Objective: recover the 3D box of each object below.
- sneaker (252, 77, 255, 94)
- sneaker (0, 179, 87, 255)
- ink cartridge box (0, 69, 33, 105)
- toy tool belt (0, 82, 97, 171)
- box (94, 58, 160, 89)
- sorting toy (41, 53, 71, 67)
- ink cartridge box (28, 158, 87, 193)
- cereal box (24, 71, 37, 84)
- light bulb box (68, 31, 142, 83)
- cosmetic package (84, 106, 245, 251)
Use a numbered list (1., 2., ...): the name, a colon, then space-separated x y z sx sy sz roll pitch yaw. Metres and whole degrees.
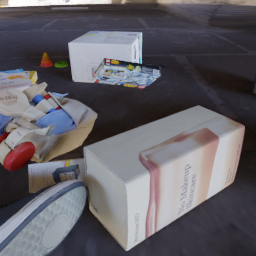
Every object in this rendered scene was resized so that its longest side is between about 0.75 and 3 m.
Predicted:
1. sneaker: 5.513 -1.706 10.349 1.527 0.879 2.928 13 36 22
2. sneaker: -2.304 1.394 4.347 2.185 1.150 3.023 23 37 31
3. ink cartridge box: -3.510 -0.992 8.238 1.364 0.804 2.369 -15 32 -25
4. toy tool belt: -2.098 -0.143 6.240 1.707 1.734 2.778 40 25 13
5. box: -0.037 -1.061 5.576 1.142 0.228 0.782 4 -13 -21
6. sorting toy: -3.329 -3.272 13.368 1.816 0.625 0.630 3 29 8
7. ink cartridge box: -1.249 0.895 5.531 1.236 0.541 0.898 -3 -5 -9
8. cereal box: -4.736 -1.840 10.983 2.042 0.404 1.469 -3 29 -5
9. light bulb box: -0.814 -3.089 11.974 2.576 1.622 2.599 5 29 10
10. cosmetic package: 0.745 0.736 5.245 2.849 1.473 1.243 -21 35 -31
